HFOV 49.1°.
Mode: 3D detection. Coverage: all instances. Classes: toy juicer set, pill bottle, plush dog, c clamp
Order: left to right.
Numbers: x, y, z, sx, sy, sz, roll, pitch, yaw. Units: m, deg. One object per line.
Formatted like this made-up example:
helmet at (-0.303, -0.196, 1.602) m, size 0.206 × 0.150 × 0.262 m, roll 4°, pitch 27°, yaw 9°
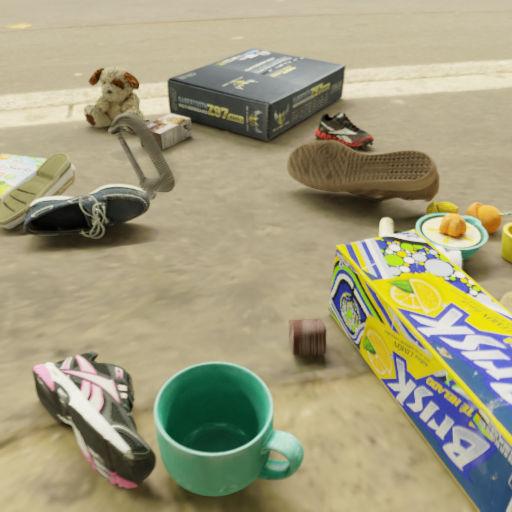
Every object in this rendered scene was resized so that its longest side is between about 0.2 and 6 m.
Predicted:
plush dog at (-3.551, -4.178, 14.586) m, size 1.733 × 1.489 × 1.391 m, roll 11°, pitch 36°, yaw 15°
c clamp at (-1.952, -1.586, 9.217) m, size 1.412 × 1.652 × 0.224 m, roll 16°, pitch 48°, yaw 42°
pill bottle at (2.696, 0.146, 8.936) m, size 1.065 × 0.591 × 0.591 m, roll -1°, pitch 32°, yaw 23°
toy juicer set at (3.299, -0.544, 9.954) m, size 2.905 × 0.790 × 1.848 m, roll -5°, pitch 35°, yaw -7°

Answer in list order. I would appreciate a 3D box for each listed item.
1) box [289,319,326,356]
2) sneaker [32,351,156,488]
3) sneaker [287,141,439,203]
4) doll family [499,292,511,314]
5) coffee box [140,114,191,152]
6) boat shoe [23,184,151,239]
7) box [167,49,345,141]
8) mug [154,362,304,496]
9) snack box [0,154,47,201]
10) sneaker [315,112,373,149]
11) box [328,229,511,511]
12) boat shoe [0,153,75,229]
box at (0.715, 1.126, 7.802) m, size 0.471 × 0.387 × 0.391 m, roll -3°, pitch 14°, yaw -4°
sneaker at (-1.785, 1.725, 6.630) m, size 0.932 × 0.867 × 2.159 m, roll -27°, pitch 44°, yaw -35°
sneaker at (2.097, -1.510, 11.278) m, size 3.083 × 1.164 × 1.086 m, roll 12°, pitch 69°, yaw 31°
doll family at (4.249, 1.305, 6.891) m, size 1.063 × 1.566 × 2.709 m, roll -41°, pitch 48°, yaw -3°
coffee box at (-2.236, -3.064, 13.867) m, size 0.675 × 0.477 × 1.195 m, roll 20°, pitch 40°, yaw 27°
boat shoe at (-3.076, -0.785, 10.244) m, size 2.283 × 0.855 × 0.706 m, roll -4°, pitch 34°, yaw -5°
box at (0.108, -4.666, 15.654) m, size 3.292 × 1.065 × 4.174 m, roll 23°, pitch 40°, yaw 27°
mug at (-0.384, 2.025, 6.088) m, size 1.270 × 0.956 × 1.546 m, roll -17°, pitch 39°, yaw -24°
snack box at (-5.255, -1.517, 11.631) m, size 1.263 × 0.470 × 1.776 m, roll 10°, pitch 36°, yaw 14°
sneaker at (2.162, -3.094, 13.692) m, size 1.525 × 0.745 × 0.539 m, roll 21°, pitch 37°, yaw 25°
box at (2.407, 1.261, 6.908) m, size 1.387 × 1.273 × 3.959 m, roll -12°, pitch 36°, yaw -17°
boat shoe at (-4.241, -1.159, 10.965) m, size 0.707 × 0.647 × 1.893 m, roll 27°, pitch 63°, yaw 26°
